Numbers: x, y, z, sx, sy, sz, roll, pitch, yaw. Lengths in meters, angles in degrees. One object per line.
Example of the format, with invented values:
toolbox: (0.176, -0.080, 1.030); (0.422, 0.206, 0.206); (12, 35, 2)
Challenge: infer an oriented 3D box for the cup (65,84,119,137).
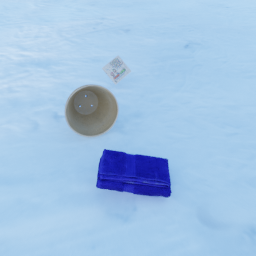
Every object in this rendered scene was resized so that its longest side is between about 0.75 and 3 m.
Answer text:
cup: (-1.047, -0.573, 7.535); (1.393, 1.393, 0.996); (-11, 23, -14)

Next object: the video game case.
video game case: (-0.365, -1.915, 9.219); (0.765, 0.697, 0.091); (-44, 9, -21)

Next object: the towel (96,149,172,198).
towel: (0.148, 0.901, 5.986); (1.565, 0.388, 1.156); (9, 34, -4)
